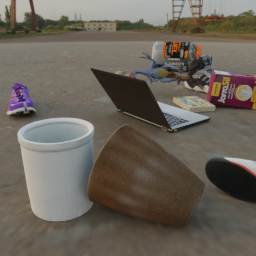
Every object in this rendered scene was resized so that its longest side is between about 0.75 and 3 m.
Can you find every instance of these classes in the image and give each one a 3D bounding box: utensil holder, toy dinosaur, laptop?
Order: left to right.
[{"bbox_3d":[-1.047,0.612,4.334,1.088,1.280,1.088,0,20,0],"label":"utensil holder"},{"bbox_3d":[0.675,-0.982,8.238,2.657,1.540,2.488,-15,26,-35],"label":"laptop"},{"bbox_3d":[1.119,-2.000,11.087,2.000,1.157,2.204,4,-13,32],"label":"toy dinosaur"}]

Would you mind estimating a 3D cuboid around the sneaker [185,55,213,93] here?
[{"bbox_3d":[3.421,-2.250,11.599,0.980,1.478,2.597,-15,23,-34],"label":"sneaker"}]

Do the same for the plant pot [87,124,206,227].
[{"bbox_3d":[0.348,0.819,4.114,1.399,1.308,1.308,25,29,20],"label":"plant pot"}]

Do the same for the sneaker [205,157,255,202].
[{"bbox_3d":[2.315,0.818,4.770,1.831,0.611,0.981,15,24,27],"label":"sneaker"}]

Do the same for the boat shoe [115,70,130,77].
[{"bbox_3d":[-0.487,-2.744,14.499,1.295,0.443,0.484,-12,24,-30],"label":"boat shoe"}]

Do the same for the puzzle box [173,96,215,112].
[{"bbox_3d":[2.283,-0.850,9.809,0.946,0.181,1.421,-5,21,-14],"label":"puzzle box"}]

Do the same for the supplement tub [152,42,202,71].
[{"bbox_3d":[2.942,-4.300,16.836,2.786,1.707,1.707,5,21,15],"label":"supplement tub"}]

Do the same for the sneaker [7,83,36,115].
[{"bbox_3d":[-3.571,-0.979,9.148,0.863,0.893,2.140,-10,23,-24],"label":"sneaker"}]

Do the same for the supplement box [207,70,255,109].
[{"bbox_3d":[3.645,-1.336,9.654,1.596,1.045,0.824,8,20,5],"label":"supplement box"}]
